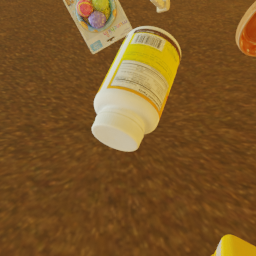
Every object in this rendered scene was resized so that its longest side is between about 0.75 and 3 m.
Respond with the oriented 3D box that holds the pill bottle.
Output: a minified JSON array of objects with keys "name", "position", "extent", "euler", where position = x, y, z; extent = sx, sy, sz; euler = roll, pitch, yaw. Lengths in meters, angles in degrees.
[{"name":"pill bottle","position":[0.123,-0.590,4.234],"extent":[0.985,0.985,1.803],"euler":[15,63,15]}]

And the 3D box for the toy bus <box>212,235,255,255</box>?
[{"name":"toy bus","position":[0.709,1.007,1.814],"extent":[0.367,1.126,0.441],"euler":[23,88,21]}]

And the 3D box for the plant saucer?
[{"name":"plant saucer","position":[2.976,-2.138,5.346],"extent":[1.887,1.887,0.305],"euler":[-12,64,-11]}]

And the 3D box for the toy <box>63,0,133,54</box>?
[{"name":"toy","position":[-0.951,-3.190,7.138],"extent":[1.280,2.224,0.525],"euler":[-26,11,12]}]

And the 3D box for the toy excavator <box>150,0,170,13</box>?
[{"name":"toy excavator","position":[0.469,-3.904,7.262],"extent":[0.860,1.721,1.674],"euler":[-1,19,34]}]
